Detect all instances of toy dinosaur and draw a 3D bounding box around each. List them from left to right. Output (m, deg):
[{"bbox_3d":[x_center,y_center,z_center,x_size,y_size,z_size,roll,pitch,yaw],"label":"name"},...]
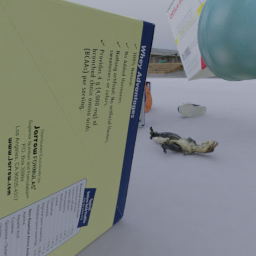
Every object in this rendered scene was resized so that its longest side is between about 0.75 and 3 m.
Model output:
[{"bbox_3d":[0.953,0.289,6.161,0.876,0.472,1.988,9,4,-37],"label":"toy dinosaur"}]

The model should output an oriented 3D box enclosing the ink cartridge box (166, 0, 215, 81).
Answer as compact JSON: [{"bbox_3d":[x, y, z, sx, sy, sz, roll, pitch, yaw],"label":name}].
[{"bbox_3d":[2.560,-3.380,9.586,1.186,2.844,2.064,-13,-11,-17],"label":"ink cartridge box"}]

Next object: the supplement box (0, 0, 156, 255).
[{"bbox_3d":[-1.133,0.029,2.504,1.561,2.325,2.322,19,20,29],"label":"supplement box"}]

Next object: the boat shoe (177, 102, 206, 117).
[{"bbox_3d":[2.331,-0.702,10.485,1.422,0.532,0.440,-7,15,-35],"label":"boat shoe"}]

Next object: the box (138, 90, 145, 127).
[{"bbox_3d":[-0.604,-1.405,9.125,1.403,2.460,2.675,-6,14,-23],"label":"box"}]

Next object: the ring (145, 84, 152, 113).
[{"bbox_3d":[0.261,-1.447,11.414,1.919,1.919,0.184,-14,-15,-48],"label":"ring"}]

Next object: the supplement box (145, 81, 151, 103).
[{"bbox_3d":[0.116,-1.392,12.094,0.669,1.196,2.198,10,15,38],"label":"supplement box"}]

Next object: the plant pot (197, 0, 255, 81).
[{"bbox_3d":[3.380,-2.451,6.920,2.700,2.700,1.809,-5,15,-21],"label":"plant pot"}]
